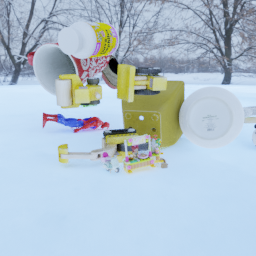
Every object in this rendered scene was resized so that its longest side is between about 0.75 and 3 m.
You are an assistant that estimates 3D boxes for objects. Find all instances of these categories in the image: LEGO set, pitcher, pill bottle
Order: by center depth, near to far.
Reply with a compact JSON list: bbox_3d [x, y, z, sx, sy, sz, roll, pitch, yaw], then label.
[{"bbox_3d":[0.353,0.421,6.410,0.919,0.743,1.997,8,18,43],"label":"LEGO set"},{"bbox_3d":[2.828,-0.381,8.234,2.451,1.732,2.857,-10,0,19],"label":"pitcher"},{"bbox_3d":[-1.150,-2.618,8.365,1.022,1.022,1.960,6,20,29],"label":"pill bottle"}]

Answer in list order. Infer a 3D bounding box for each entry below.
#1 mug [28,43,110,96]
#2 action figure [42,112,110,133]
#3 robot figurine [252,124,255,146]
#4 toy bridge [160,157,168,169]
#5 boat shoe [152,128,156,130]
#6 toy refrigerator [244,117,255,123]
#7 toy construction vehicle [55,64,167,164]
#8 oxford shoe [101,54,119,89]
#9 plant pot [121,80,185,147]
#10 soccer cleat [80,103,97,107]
[{"bbox_3d":[-2.164,-2.701,10.597,2.444,1.837,2.753,40,36,2],"label":"mug"},{"bbox_3d":[-1.846,-0.166,10.181,2.425,0.627,0.793,2,16,-17],"label":"action figure"},{"bbox_3d":[4.001,0.249,7.797,1.152,0.719,0.865,-6,10,-29],"label":"robot figurine"},{"bbox_3d":[0.725,0.774,6.661,0.278,0.113,0.827,-2,11,-24],"label":"toy bridge"},{"bbox_3d":[1.080,0.023,9.689,1.169,0.388,0.437,7,13,31],"label":"boat shoe"},{"bbox_3d":[5.255,-0.354,11.869,0.774,0.271,0.294,-1,11,-5],"label":"toy refrigerator"},{"bbox_3d":[-0.314,-0.309,6.611,2.665,2.320,0.939,-3,19,-23],"label":"toy construction vehicle"},{"bbox_3d":[-1.025,-3.163,12.520,1.006,2.855,1.068,-38,1,-35],"label":"oxford shoe"},{"bbox_3d":[0.663,-0.333,8.295,1.772,1.783,1.824,4,24,19],"label":"plant pot"},{"bbox_3d":[-2.456,-1.615,17.418,0.459,0.551,1.359,9,15,39],"label":"soccer cleat"}]
